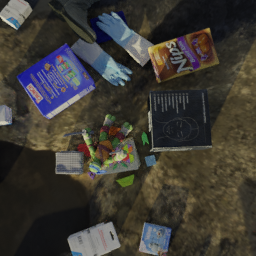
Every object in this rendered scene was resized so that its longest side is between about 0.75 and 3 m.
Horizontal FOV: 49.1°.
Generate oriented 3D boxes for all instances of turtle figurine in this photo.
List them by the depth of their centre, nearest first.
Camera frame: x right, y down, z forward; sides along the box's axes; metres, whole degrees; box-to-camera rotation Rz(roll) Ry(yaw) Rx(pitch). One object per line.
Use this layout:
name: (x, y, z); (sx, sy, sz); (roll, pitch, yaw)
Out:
turtle figurine: (-0.727, 0.393, 10.017); (1.628, 2.262, 2.194); (4, 47, 28)

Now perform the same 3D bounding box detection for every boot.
boot: (-1.754, -4.807, 11.214); (1.887, 0.978, 2.888); (-41, 68, -6)

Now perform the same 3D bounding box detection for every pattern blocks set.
pattern blocks set: (-0.372, 1.095, 10.860); (2.702, 0.219, 2.375); (-24, 82, -4)

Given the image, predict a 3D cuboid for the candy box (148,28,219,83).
candy box: (2.175, -2.836, 11.100); (2.478, 0.700, 1.446); (-19, 96, -1)

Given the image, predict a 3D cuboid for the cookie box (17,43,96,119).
cookie box: (-2.770, -1.804, 10.989); (2.314, 0.870, 1.979); (-35, 82, -5)

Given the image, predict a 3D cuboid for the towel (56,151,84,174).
towel: (-2.231, 1.319, 10.625); (1.064, 0.455, 0.881); (0, 92, 0)

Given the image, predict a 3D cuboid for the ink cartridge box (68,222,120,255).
ink cartridge box: (-1.201, 4.114, 10.189); (1.690, 0.573, 0.980); (-20, 81, -3)

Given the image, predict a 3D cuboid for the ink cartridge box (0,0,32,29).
ink cartridge box: (-4.667, -4.823, 11.687); (0.797, 0.460, 1.092); (35, 83, 5)

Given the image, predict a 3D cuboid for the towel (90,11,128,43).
towel: (-0.757, -4.187, 11.672); (1.463, 0.362, 1.080); (-17, 88, -3)

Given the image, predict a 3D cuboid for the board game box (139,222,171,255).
board game box: (1.012, 4.127, 10.367); (1.017, 0.222, 1.022); (11, 81, 3)

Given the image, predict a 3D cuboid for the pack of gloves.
pack of gloves: (-0.573, -3.220, 11.195); (2.758, 0.544, 2.317); (40, 91, 1)

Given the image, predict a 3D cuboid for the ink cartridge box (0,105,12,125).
ink cartridge box: (-5.090, -0.462, 10.887); (0.895, 0.657, 0.654); (-6, 81, 0)

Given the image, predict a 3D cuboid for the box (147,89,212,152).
box: (1.852, -0.242, 10.500); (2.121, 1.337, 2.157); (-2, 81, 0)
